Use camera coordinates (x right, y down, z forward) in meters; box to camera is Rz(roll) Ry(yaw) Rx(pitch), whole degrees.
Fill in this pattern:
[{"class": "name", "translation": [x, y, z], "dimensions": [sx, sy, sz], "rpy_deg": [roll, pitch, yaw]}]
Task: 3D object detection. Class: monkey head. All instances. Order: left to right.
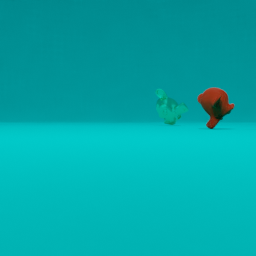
[{"class": "monkey head", "translation": [1.823, -0.833, 11.507], "dimensions": [1.306, 1.815, 1.094], "rpy_deg": [-25, 32, 28]}, {"class": "monkey head", "translation": [1.881, -0.465, 6.255], "dimensions": [0.704, 0.840, 1.168], "rpy_deg": [35, 4, -9]}]
